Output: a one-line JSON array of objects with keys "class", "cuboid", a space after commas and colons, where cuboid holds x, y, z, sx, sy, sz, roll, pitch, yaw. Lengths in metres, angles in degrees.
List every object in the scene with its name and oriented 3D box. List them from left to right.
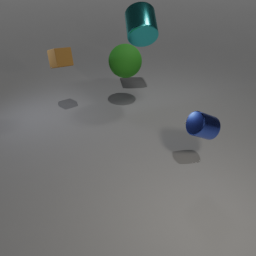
[{"class": "cube", "cuboid": [-2.629, -2.727, 10.895, 0.700, 0.700, 0.700, -18, 17, -36]}, {"class": "ball", "cuboid": [-0.118, -2.809, 11.748, 1.400, 1.400, 1.400, 0, 29, 0]}, {"class": "cylinder", "cuboid": [0.601, -4.659, 12.655, 1.400, 1.400, 1.400, -3, 67, -6]}, {"class": "cylinder", "cuboid": [2.122, -0.066, 7.931, 0.700, 0.700, 0.700, 14, 20, -32]}]
